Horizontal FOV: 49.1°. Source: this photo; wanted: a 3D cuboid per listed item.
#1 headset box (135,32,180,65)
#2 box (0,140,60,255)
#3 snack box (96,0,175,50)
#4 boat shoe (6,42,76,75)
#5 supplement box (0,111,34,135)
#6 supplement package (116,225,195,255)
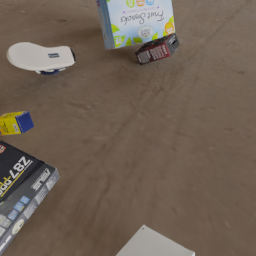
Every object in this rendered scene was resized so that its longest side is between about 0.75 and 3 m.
[{"bbox_3d":[1.096,-2.771,9.752,1.381,0.518,1.026,-8,31,36],"label":"headset box"},{"bbox_3d":[-2.356,1.208,5.114,1.419,0.432,1.761,25,55,14],"label":"box"},{"bbox_3d":[0.316,-4.403,10.550,2.817,2.376,0.953,-18,19,-25],"label":"snack box"},{"bbox_3d":[-2.696,-1.944,8.422,1.034,0.832,2.229,-24,-7,40],"label":"boat shoe"},{"bbox_3d":[-2.726,-0.117,6.680,0.776,0.425,0.422,-5,21,24],"label":"supplement box"},{"bbox_3d":[0.410,2.031,4.147,0.928,0.514,0.723,16,37,38],"label":"supplement package"}]
